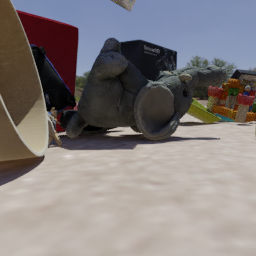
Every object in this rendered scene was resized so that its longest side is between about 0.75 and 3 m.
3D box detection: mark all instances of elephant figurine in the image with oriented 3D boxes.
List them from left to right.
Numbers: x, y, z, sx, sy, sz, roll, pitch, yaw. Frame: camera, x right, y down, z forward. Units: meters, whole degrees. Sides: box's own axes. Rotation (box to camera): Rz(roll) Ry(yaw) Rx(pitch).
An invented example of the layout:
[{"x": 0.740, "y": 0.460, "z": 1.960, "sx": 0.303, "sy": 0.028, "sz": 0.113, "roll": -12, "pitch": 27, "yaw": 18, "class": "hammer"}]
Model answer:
[{"x": 0.439, "y": -0.534, "z": 5.495, "sx": 2.516, "sy": 1.952, "sz": 1.780, "roll": 24, "pitch": 39, "yaw": -8, "class": "elephant figurine"}]

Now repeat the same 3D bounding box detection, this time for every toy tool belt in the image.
[{"x": -1.479, "y": -0.101, "z": 4.630, "sx": 0.654, "sy": 0.664, "sz": 1.064, "roll": 35, "pitch": 8, "yaw": -43, "class": "toy tool belt"}]

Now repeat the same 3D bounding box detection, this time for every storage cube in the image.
[{"x": -3.000, "y": -1.362, "z": 7.036, "sx": 2.657, "sy": 2.956, "sz": 2.527, "roll": 4, "pitch": 2, "yaw": -35, "class": "storage cube"}]

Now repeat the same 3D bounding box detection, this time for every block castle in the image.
[{"x": 4.147, "y": -0.999, "z": 9.865, "sx": 2.602, "sy": 1.221, "sz": 1.739, "roll": -3, "pitch": 20, "yaw": -36, "class": "block castle"}]

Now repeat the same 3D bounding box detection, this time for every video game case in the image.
[{"x": 4.686, "y": -1.344, "z": 11.626, "sx": 2.488, "sy": 2.248, "sz": 0.317, "roll": -3, "pitch": 46, "yaw": -34, "class": "video game case"}]

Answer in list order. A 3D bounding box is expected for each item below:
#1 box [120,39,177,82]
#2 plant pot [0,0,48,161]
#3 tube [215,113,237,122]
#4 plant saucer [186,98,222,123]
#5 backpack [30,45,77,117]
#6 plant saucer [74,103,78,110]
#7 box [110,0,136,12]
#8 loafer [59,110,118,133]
[{"x": 0.513, "y": -1.520, "z": 9.853, "sx": 1.531, "sy": 2.608, "sz": 2.565, "roll": 4, "pitch": 7, "yaw": 35, "class": "box"}, {"x": -2.290, "y": -0.441, "z": 3.090, "sx": 2.225, "sy": 2.084, "sz": 2.084, "roll": -13, "pitch": 6, "yaw": -4, "class": "plant pot"}, {"x": 3.754, "y": -0.372, "z": 10.054, "sx": 0.531, "sy": 0.346, "sz": 1.371, "roll": -6, "pitch": 13, "yaw": -26, "class": "tube"}, {"x": 2.024, "y": -0.758, "z": 9.308, "sx": 1.654, "sy": 0.396, "sz": 1.652, "roll": 22, "pitch": 19, "yaw": -33, "class": "plant saucer"}, {"x": -2.112, "y": -0.596, "z": 5.409, "sx": 1.586, "sy": 1.452, "sz": 1.166, "roll": -37, "pitch": 11, "yaw": -27, "class": "backpack"}, {"x": -1.595, "y": -0.679, "z": 11.334, "sx": 2.624, "sy": 0.665, "sz": 2.624, "roll": 0, "pitch": 6, "yaw": 0, "class": "plant saucer"}, {"x": 0.008, "y": -3.628, "z": 5.822, "sx": 1.051, "sy": 1.869, "sz": 0.947, "roll": 32, "pitch": 13, "yaw": 3, "class": "box"}, {"x": -0.656, "y": -0.144, "z": 6.296, "sx": 1.781, "sy": 0.605, "sz": 0.625, "roll": -5, "pitch": 19, "yaw": -43, "class": "loafer"}]
